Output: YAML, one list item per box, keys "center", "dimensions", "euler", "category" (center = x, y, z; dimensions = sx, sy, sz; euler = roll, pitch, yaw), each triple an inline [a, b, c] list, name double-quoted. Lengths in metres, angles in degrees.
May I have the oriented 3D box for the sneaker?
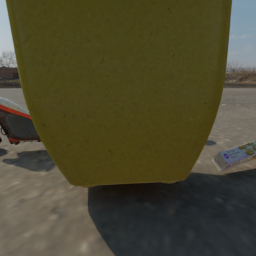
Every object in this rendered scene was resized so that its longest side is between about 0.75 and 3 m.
- center: [-2.191, 0.059, 6.145]
  dimensions: [1.983, 0.812, 0.764]
  euler: [28, -5, -11]
  category: "sneaker"

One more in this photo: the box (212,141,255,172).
- center: [2.014, 0.451, 4.877]
  dimensions: [1.258, 0.243, 0.261]
  euler: [-11, 56, -30]
  category: "box"

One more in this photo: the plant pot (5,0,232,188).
- center: [-0.044, -0.557, 4.096]
  dimensions: [2.508, 2.565, 2.491]
  euler: [-4, 1, -1]
  category: "plant pot"

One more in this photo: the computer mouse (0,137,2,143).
- center: [-3.387, 0.179, 6.083]
  dimensions: [1.216, 0.321, 0.842]
  euler: [-1, -11, -11]
  category: "computer mouse"
